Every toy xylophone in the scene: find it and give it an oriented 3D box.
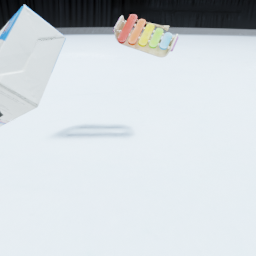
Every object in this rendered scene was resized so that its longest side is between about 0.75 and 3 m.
[{"bbox_3d":[0.620,-3.208,9.511,2.174,0.546,1.592,13,62,3],"label":"toy xylophone"}]

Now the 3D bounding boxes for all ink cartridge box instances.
[{"bbox_3d":[-2.062,-0.768,4.503,2.249,0.756,1.306,-15,52,45],"label":"ink cartridge box"}]
